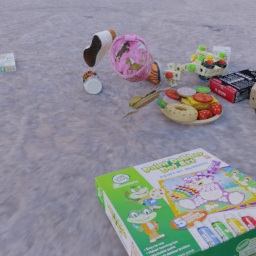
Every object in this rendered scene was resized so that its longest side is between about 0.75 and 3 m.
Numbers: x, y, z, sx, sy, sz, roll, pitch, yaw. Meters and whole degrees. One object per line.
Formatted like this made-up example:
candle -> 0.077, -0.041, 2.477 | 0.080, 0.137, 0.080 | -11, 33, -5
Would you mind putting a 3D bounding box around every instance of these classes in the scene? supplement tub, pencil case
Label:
supplement tub -> -1.393, -1.784, 10.751 | 0.651, 0.651, 1.063 | -9, 34, -14
pencil case -> 0.178, -1.935, 8.047 | 1.078, 1.127, 2.604 | -32, 4, 11

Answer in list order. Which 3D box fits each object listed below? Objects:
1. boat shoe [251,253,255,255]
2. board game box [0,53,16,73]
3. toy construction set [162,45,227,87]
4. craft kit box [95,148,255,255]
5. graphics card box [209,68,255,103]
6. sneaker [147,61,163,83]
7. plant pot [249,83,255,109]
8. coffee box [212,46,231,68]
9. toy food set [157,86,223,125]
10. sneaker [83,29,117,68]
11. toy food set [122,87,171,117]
boat shoe -> 1.723, 2.491, 3.791 | 1.065, 0.959, 2.952 | 8, 30, 13
board game box -> -5.844, -2.993, 12.933 | 1.178, 0.300, 1.752 | -12, 35, -19
toy construction set -> 2.794, -2.505, 11.210 | 2.920, 1.345, 1.915 | -27, 49, -31
craft kit box -> 1.071, 1.427, 5.359 | 2.767, 0.671, 2.733 | -13, 20, -20
graphics card box -> 4.296, -1.634, 10.567 | 2.065, 0.525, 1.296 | -19, 37, -20
sneaker -> 0.511, -2.301, 11.489 | 1.341, 0.928, 2.394 | -12, 24, -11
plant pot -> 4.707, -1.080, 9.396 | 0.951, 1.073, 1.074 | -26, 40, -19
coffee box -> 4.276, -3.274, 12.937 | 0.776, 0.768, 0.777 | 8, 34, 13
toy food set -> 2.055, -0.787, 9.330 | 2.133, 0.519, 2.111 | -7, 33, -9
sneaker -> -0.942, -2.751, 9.822 | 0.861, 0.740, 2.034 | -34, 5, -26
toy food set -> 0.486, -0.859, 8.094 | 1.012, 1.466, 0.294 | -23, 81, -56
